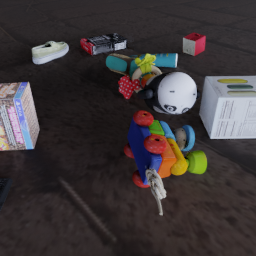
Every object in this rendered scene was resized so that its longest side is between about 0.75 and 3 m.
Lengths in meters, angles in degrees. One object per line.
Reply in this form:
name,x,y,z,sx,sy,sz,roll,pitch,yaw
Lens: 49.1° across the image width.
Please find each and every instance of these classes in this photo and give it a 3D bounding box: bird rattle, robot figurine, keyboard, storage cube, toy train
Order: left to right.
keyboard,-3.109,1.580,6.015,0.797,0.304,1.532,-1,34,-2
bird rattle,0.541,-1.702,9.893,1.429,1.753,0.988,32,-3,-5
robot figurine,1.230,-1.043,8.615,1.529,1.270,2.035,-42,17,-10
toy train,1.057,0.831,6.442,1.726,1.263,2.983,4,33,-17
storage cube,3.193,-4.055,13.578,0.791,0.880,0.752,-33,47,-28

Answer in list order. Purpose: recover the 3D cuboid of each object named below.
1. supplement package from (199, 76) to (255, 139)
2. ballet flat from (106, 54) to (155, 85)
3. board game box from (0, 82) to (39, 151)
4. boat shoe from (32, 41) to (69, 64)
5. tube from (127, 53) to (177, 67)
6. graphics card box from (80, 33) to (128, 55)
supplement package,3.236,-0.631,8.213,1.821,1.372,1.382,-1,35,-1
ballet flat,0.253,-2.424,11.263,2.654,0.936,0.866,34,32,33
board game box,-3.599,-0.280,7.518,2.001,1.595,0.969,-3,35,-5
boat shoe,-3.588,-3.683,13.151,0.812,0.700,2.257,15,38,21
tube,0.979,-3.007,12.403,2.339,0.590,0.906,4,25,12
graphics card box,-1.197,-4.265,14.140,2.053,0.522,1.288,-20,39,-25
